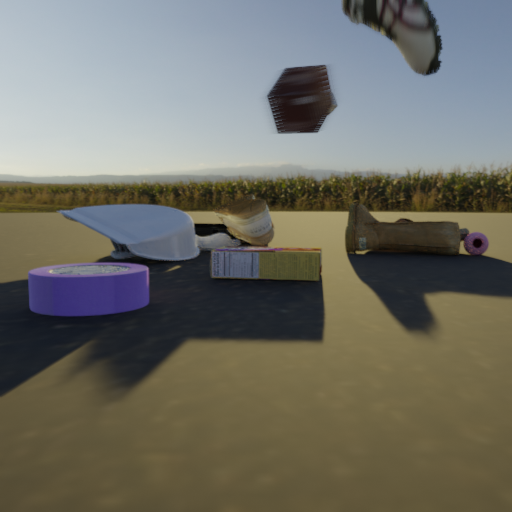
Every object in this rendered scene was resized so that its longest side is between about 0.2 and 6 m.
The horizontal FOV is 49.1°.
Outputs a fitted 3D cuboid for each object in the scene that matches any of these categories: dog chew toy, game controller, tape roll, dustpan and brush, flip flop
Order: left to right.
[{"bbox_3d":[-1.744,0.327,5.894,1.205,0.395,1.205,0,7,0],"label":"tape roll"},{"bbox_3d":[-1.702,-0.382,11.147,3.667,1.050,2.560,-13,25,-41],"label":"dustpan and brush"},{"bbox_3d":[-1.047,-0.648,14.447,2.924,0.616,1.526,2,6,13],"label":"game controller"},{"bbox_3d":[3.479,-0.526,12.461,2.361,0.680,0.958,-5,3,26],"label":"flip flop"},{"bbox_3d":[4.409,-0.236,11.314,0.472,0.472,0.758,1,0,12],"label":"dog chew toy"}]

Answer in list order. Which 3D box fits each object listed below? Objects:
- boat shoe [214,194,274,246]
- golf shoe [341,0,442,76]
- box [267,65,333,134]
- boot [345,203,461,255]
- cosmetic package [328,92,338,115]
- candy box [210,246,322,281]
[{"bbox_3d":[-0.261,-0.770,12.926,1.062,0.997,2.881,-24,14,-5],"label":"boat shoe"},{"bbox_3d":[1.566,-3.069,6.953,0.934,2.121,0.819,-35,27,5],"label":"golf shoe"},{"bbox_3d":[0.640,-2.210,7.919,0.643,0.637,0.775,6,48,27],"label":"box"},{"bbox_3d":[3.087,-0.550,11.939,2.239,0.740,1.960,0,31,14],"label":"boot"},{"bbox_3d":[1.700,-3.765,13.723,0.368,0.447,0.368,7,-34,-36],"label":"cosmetic package"},{"bbox_3d":[0.173,0.093,8.047,1.518,0.429,0.886,2,6,9],"label":"candy box"}]
